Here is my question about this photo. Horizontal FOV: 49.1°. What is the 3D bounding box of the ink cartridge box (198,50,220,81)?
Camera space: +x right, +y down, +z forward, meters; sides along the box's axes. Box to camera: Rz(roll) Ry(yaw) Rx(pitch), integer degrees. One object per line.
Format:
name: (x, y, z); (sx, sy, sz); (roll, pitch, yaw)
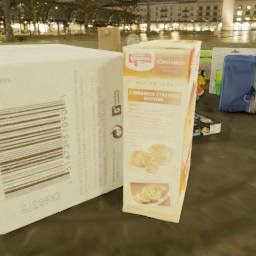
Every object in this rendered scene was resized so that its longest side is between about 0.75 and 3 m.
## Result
ink cartridge box: (3.339, -2.901, 11.936); (1.833, 0.940, 2.480); (6, -11, 15)

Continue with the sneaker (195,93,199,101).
sneaker: (1.637, -1.102, 9.373); (0.854, 0.616, 1.625); (2, 16, -45)

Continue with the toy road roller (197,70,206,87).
toy road roller: (2.932, -1.989, 11.812); (0.574, 0.682, 0.934); (17, 63, 39)

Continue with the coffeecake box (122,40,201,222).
coffeecake box: (0.535, -0.111, 4.108); (0.806, 2.206, 1.693); (6, 21, 16)

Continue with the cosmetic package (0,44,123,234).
cosmetic package: (-1.488, -0.193, 4.494); (2.089, 2.087, 2.532); (-15, 26, -35)

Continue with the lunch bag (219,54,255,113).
lunch bag: (3.561, -1.319, 8.316); (1.514, 1.555, 2.289); (6, 23, 17)

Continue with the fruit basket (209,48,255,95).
fruit basket: (3.761, -1.998, 10.008); (1.560, 1.684, 0.789); (7, 20, 20)

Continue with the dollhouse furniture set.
dollhouse furniture set: (-0.617, -2.920, 11.333); (2.696, 2.310, 2.835); (6, 19, 22)

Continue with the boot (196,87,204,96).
boot: (2.095, -1.460, 9.933); (1.394, 0.747, 0.523); (-5, 19, -19)

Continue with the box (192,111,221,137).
box: (1.453, -0.108, 6.913); (1.172, 0.293, 1.180); (-6, 21, -19)
